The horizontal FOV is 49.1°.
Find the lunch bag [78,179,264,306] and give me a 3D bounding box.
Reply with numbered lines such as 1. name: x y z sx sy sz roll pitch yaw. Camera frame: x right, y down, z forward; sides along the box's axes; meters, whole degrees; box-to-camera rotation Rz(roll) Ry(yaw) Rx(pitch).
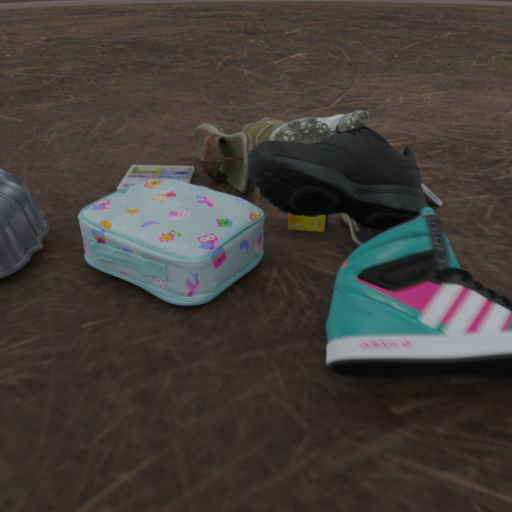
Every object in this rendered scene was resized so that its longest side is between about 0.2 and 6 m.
1. lunch bag: -1.403 -0.289 8.989 2.692 1.038 2.159 18 38 28

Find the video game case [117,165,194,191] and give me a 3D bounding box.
1. video game case: -2.134 -1.642 12.105 1.430 0.158 1.302 1 31 3

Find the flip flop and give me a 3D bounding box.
1. flip flop: -0.816 -2.123 11.845 0.895 1.261 3.111 -10 28 -25

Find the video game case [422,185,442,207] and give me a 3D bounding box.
1. video game case: 3.189 -1.388 11.177 0.856 0.111 0.941 27 13 -43

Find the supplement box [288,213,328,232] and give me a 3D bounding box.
1. supplement box: 0.961 -0.713 10.318 0.723 0.396 0.393 4 30 5

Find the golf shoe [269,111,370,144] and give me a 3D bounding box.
1. golf shoe: 1.311 -2.714 13.289 3.035 1.188 1.475 -16 17 -34

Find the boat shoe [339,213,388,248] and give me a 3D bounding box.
1. boat shoe: 2.043 -0.686 9.802 0.817 0.804 2.193 -3 31 -16

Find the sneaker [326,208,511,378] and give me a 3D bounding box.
1. sneaker: 2.484 0.418 6.881 3.347 1.399 2.021 0 67 -2

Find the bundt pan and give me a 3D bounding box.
1. bundt pan: -4.982 -0.578 9.089 2.915 1.094 2.915 -3 36 2

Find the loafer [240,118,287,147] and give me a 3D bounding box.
1. loafer: 0.293 -2.646 12.958 0.896 1.011 2.658 4 31 17

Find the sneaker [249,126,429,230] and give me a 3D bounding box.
1. sneaker: 1.243 -1.287 8.323 3.113 1.413 1.182 10 -19 -33
